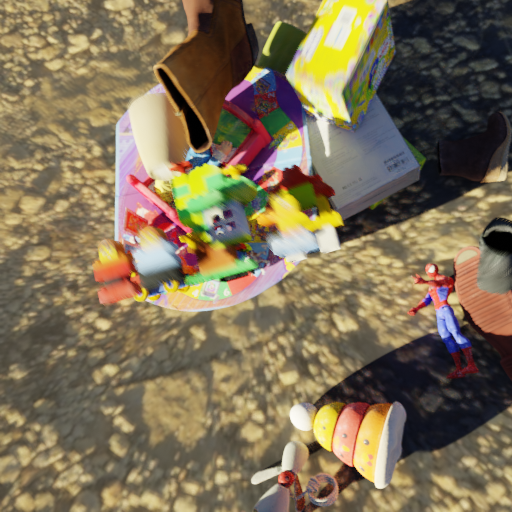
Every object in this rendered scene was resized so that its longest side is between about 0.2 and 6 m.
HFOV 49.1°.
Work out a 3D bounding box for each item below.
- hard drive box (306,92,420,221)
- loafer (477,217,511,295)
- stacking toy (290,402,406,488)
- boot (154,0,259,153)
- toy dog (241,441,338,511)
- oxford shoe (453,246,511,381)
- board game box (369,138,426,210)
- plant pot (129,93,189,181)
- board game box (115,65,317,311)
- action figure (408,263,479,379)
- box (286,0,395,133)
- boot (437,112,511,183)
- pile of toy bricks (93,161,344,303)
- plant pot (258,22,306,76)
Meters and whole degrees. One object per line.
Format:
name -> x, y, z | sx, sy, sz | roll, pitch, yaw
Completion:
hard drive box -> 1.833, -2.077, 10.755 | 1.725, 0.850, 2.213 | -27, 74, 8
loafer -> 4.086, -0.173, 9.282 | 0.740, 0.765, 2.179 | 13, 32, 20
stacking toy -> 1.453, 2.940, 9.400 | 1.894, 1.384, 1.384 | 10, 66, 24
boot -> -1.132, -3.790, 9.438 | 1.083, 2.977, 3.162 | 0, 44, 23
toy dog -> 0.345, 4.042, 9.091 | 1.870, 0.901, 1.233 | -35, 63, -27
oxford shoe -> 4.599, 1.080, 10.141 | 1.087, 1.024, 2.908 | -20, 80, -39
board game box -> 2.054, -2.412, 11.757 | 1.367, 0.641, 2.690 | -37, 72, -14
plant pot -> -1.638, -1.994, 9.822 | 1.149, 1.149, 1.227 | -4, 70, -2
board game box -> -1.061, -1.614, 10.442 | 4.083, 1.006, 5.168 | -9, 72, 15
action figure -> 3.236, 1.122, 10.204 | 1.055, 0.695, 2.131 | 2, 66, -18
box -> 1.534, -3.351, 9.724 | 1.046, 1.651, 1.714 | 26, 88, 21
boot -> 4.541, -2.363, 11.752 | 1.409, 0.613, 1.694 | 8, 71, 1
pile of toy bricks -> -0.818, -0.627, 9.164 | 4.076, 2.262, 2.012 | -17, 81, 15
plant pot -> 0.579, -3.809, 11.980 | 1.535, 1.535, 1.641 | 37, 95, 14
